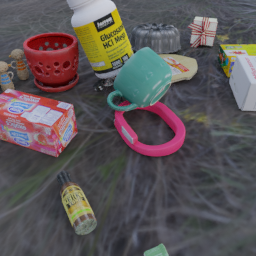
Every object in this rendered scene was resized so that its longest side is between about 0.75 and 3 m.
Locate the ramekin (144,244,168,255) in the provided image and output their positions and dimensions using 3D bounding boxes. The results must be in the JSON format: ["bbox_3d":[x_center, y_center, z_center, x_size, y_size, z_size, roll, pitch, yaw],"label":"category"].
[{"bbox_3d":[0.545,2.448,4.857,0.369,0.755,0.755,-16,42,-7],"label":"ramekin"}]

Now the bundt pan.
[{"bbox_3d":[1.185,-4.025,12.307,2.376,0.892,2.376,0,31,0],"label":"bundt pan"}]

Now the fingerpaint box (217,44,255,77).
[{"bbox_3d":[4.704,-2.656,11.020,1.919,0.704,1.601,-1,39,0],"label":"fingerpaint box"}]

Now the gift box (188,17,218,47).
[{"bbox_3d":[3.367,-4.388,12.822,1.282,1.183,1.197,6,31,13],"label":"gift box"}]

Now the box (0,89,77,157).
[{"bbox_3d":[-2.669,-0.181,7.744,2.233,1.066,1.113,14,42,16],"label":"box"}]

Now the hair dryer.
[{"bbox_3d":[-0.001,-1.698,10.067,1.690,0.603,2.219,26,59,23],"label":"hair dryer"}]

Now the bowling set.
[{"bbox_3d":[-4.561,-1.794,9.421,2.645,1.420,1.841,-18,43,-20],"label":"bowling set"}]

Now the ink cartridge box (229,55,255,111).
[{"bbox_3d":[4.977,-1.482,9.269,2.641,1.105,1.916,2,41,3],"label":"ink cartridge box"}]

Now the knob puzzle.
[{"bbox_3d":[1.733,-2.313,10.907,2.347,0.325,2.347,0,39,0],"label":"knob puzzle"}]

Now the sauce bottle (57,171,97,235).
[{"bbox_3d":[-1.190,1.562,6.109,0.505,0.505,1.561,-20,43,-22],"label":"sauce bottle"}]

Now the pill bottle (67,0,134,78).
[{"bbox_3d":[-0.879,-3.093,9.064,1.504,2.676,1.504,-18,32,12],"label":"pill bottle"}]

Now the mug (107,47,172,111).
[{"bbox_3d":[0.443,-1.254,8.294,1.178,1.906,1.566,43,28,10],"label":"mug"}]

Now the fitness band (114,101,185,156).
[{"bbox_3d":[0.597,-0.094,8.167,1.729,0.451,2.408,-14,41,-20],"label":"fitness band"}]

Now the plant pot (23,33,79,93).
[{"bbox_3d":[-2.586,-2.288,9.847,1.796,1.635,1.796,0,40,0],"label":"plant pot"}]
